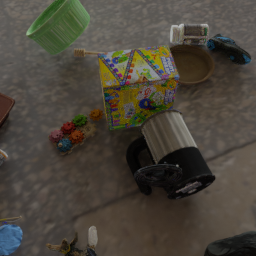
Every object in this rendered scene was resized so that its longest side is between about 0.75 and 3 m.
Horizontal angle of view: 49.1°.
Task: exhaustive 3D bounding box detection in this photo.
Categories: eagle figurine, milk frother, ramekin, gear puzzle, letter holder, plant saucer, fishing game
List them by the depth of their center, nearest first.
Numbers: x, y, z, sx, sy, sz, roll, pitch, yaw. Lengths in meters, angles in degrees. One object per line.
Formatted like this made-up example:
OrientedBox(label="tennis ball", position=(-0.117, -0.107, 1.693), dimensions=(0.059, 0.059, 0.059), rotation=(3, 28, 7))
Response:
OrientedBox(label="eagle figurine", position=(-1.023, 3.869, 7.343), dimensions=(2.158, 1.628, 1.637), rotation=(30, 21, 33))
OrientedBox(label="fishing game", position=(-3.639, 3.360, 8.396), dimensions=(0.969, 0.210, 1.354), rotation=(-11, 51, -7))
OrientedBox(label="milk frother", position=(1.114, 0.676, 8.616), dimensions=(2.455, 2.720, 2.558), rotation=(-18, 59, -7))
OrientedBox(label="letter holder", position=(-5.257, 0.075, 9.767), dimensions=(1.990, 1.408, 2.799), rotation=(23, 61, 12))
OrientedBox(label="gear puzzle", position=(-1.802, -0.017, 10.392), dimensions=(2.238, 0.293, 1.159), rotation=(-37, 62, -18))
OrientedBox(label="ramekin", position=(-2.905, -4.424, 11.974), dimensions=(2.697, 1.317, 2.697), rotation=(-28, 38, 24))
OrientedBox(label="plant saucer", position=(2.540, -2.718, 12.136), dimensions=(2.352, 0.347, 2.352), rotation=(0, 58, 1))

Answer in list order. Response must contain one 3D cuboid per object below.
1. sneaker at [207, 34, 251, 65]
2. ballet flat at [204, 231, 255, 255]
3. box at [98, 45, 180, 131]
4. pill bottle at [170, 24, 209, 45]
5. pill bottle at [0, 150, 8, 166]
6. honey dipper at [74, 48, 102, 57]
OrientedBox(label="sneaker", position=(4.596, -3.580, 12.424), dimensions=(2.106, 0.771, 0.863), rotation=(39, 65, 21))
OrientedBox(label="ballet flat", position=(3.421, 3.554, 8.129), dimensions=(2.598, 0.738, 0.863), rotation=(-4, 28, -8))
OrientedBox(label="box", position=(0.311, -1.333, 9.954), dimensions=(2.438, 2.531, 1.544), rotation=(-8, 58, -5))
OrientedBox(label="pill bottle", position=(2.782, -4.274, 12.777), dimensions=(1.609, 0.910, 0.910), rotation=(1, 58, 0))
OrientedBox(label="pill bottle", position=(-4.618, 1.174, 9.566), dimensions=(0.532, 0.532, 0.914), rotation=(24, 61, 14))
OrientedBox(label="honey dipper", position=(-1.394, -3.336, 12.543), dimensions=(2.017, 0.383, 0.383), rotation=(2, 58, -3))
